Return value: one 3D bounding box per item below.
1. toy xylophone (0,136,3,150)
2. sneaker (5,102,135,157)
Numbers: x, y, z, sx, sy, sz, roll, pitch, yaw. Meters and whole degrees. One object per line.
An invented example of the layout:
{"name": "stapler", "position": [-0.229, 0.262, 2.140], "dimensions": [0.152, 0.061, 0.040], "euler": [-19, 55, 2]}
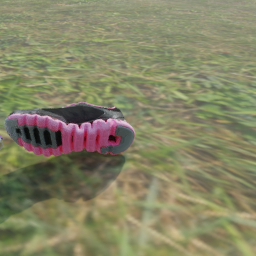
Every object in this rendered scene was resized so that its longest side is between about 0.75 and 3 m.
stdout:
{"name": "toy xylophone", "position": [-3.131, 0.442, 5.573], "dimensions": [0.897, 0.308, 1.225], "euler": [35, 72, 12]}
{"name": "sneaker", "position": [-1.262, -0.119, 6.326], "dimensions": [2.744, 1.084, 1.309], "euler": [5, 40, -16]}
